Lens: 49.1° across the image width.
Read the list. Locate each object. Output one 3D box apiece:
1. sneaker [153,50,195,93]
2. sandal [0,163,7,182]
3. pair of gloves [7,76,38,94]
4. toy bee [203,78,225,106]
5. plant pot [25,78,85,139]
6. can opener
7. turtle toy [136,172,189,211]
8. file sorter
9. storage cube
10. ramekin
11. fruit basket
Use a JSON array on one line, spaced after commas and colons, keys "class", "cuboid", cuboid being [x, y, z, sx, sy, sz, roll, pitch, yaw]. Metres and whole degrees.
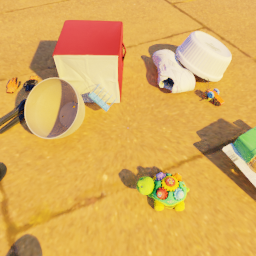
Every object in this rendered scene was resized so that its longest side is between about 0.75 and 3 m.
[{"class": "sneaker", "cuboid": [1.636, -2.425, 11.793, 1.325, 0.996, 2.660, -21, 50, -19]}, {"class": "sandal", "cuboid": [-4.189, 1.573, 8.523, 0.498, 0.317, 1.324, 17, 49, 15]}, {"class": "pair of gloves", "cuboid": [-4.448, -1.827, 11.817, 1.264, 0.156, 1.126, -3, 46, -6]}, {"class": "toy bee", "cuboid": [3.322, -1.336, 11.138, 0.782, 0.649, 1.195, -6, 71, -16]}, {"class": "plant pot", "cuboid": [-2.280, -0.551, 9.620, 2.013, 1.352, 2.013, -3, 81, 18]}, {"class": "can opener", "cuboid": [-4.089, -0.441, 10.342, 0.591, 0.733, 1.864, 45, 55, -13]}, {"class": "turtle toy", "cuboid": [1.003, 1.734, 8.055, 1.539, 0.778, 1.121, 1, 47, 0]}, {"class": "file sorter", "cuboid": [-0.895, -1.130, 10.160, 0.868, 0.533, 0.602, 41, 17, -8]}, {"class": "storage cube", "cuboid": [-1.419, -2.608, 11.090, 2.685, 2.295, 2.414, 1, 48, 1]}, {"class": "ramekin", "cuboid": [3.265, -3.103, 11.804, 2.330, 1.085, 2.330, 20, 39, -17]}, {"class": "fruit basket", "cuboid": [4.530, 1.140, 8.597, 2.388, 1.209, 2.578, -27, 68, -23]}]
